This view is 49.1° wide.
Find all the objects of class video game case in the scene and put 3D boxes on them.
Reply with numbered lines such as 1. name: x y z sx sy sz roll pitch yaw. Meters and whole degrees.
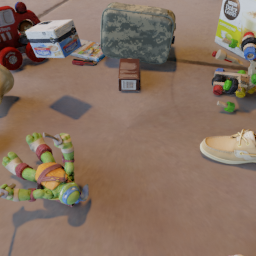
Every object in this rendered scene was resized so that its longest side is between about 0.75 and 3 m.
1. video game case: -1.702 -3.281 11.684 1.841 0.164 1.318 17 43 19

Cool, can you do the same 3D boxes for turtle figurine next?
1. turtle figurine: -1.946 0.683 5.754 2.202 1.585 2.135 17 4 -43

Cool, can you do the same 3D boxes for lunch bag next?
1. lunch bag: 0.485 -3.830 10.921 2.810 1.958 2.357 8 36 4

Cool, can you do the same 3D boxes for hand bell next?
1. hand bell: -3.956 -0.419 7.855 1.431 1.431 2.749 -9 55 -11

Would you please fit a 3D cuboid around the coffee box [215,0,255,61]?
1. coffee box: 5.260 -4.348 11.350 2.217 2.192 2.213 -20 44 -21

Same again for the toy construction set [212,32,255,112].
1. toy construction set: 3.975 -1.851 9.026 2.016 2.188 2.623 16 32 -8

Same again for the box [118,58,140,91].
1. box: 0.040 -1.871 9.762 0.728 0.545 1.454 1 42 2

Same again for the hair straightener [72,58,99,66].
1. hair straightener: -1.626 -2.586 10.831 1.024 0.209 0.394 1 41 2

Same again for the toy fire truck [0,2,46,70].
1. toy fire truck: -4.230 -3.501 10.454 2.477 2.080 1.389 -29 48 -29

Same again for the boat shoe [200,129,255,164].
1. boat shoe: 2.968 0.402 6.899 2.267 0.784 0.836 5 41 6

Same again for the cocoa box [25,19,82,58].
1. cocoa box: -2.051 -2.463 7.759 1.196 0.785 0.798 11 44 32
